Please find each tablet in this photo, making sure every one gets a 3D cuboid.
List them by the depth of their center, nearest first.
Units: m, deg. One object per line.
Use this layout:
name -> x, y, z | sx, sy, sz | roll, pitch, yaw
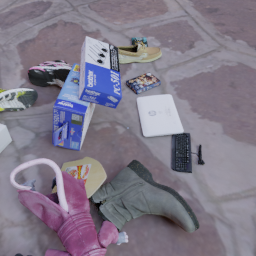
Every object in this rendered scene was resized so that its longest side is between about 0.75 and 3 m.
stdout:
tablet -> 1.146, -0.527, 10.520 | 1.437, 0.151, 2.209 | -6, 43, -2

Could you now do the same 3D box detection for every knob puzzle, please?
knob puzzle -> -1.353, 1.568, 8.150 | 1.877, 0.260, 1.877 | -18, 39, 16

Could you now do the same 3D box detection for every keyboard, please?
keyboard -> 1.996, 0.783, 9.285 | 1.067, 0.173, 1.679 | 5, 46, 5

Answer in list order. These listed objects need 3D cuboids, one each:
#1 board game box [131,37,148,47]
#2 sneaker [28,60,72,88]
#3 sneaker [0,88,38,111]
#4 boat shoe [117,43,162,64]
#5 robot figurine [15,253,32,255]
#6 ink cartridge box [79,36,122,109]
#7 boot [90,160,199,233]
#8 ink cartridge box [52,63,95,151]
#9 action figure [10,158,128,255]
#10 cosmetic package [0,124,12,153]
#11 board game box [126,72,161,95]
board game box -> 0.604, -4.296, 14.342 | 0.797, 0.166, 1.178 | -2, 45, -2
sneaker -> -2.706, -2.384, 11.775 | 2.857, 1.148, 1.233 | 13, 45, 11
sneaker -> -4.777, -1.201, 10.710 | 2.526, 0.940, 1.069 | -15, 47, -14
boat shoe -> 0.502, -3.579, 13.197 | 2.307, 0.766, 0.854 | -11, 46, -11
robot figurine -> -2.470, 3.547, 6.007 | 0.940, 1.132, 1.507 | 33, 44, -15
ink cartridge box -> -0.902, -1.861, 9.127 | 1.219, 0.573, 2.593 | 13, 48, -22
boot -> 0.314, 2.205, 7.484 | 1.843, 0.955, 2.821 | -35, 48, -23
ink cartridge box -> -1.755, -0.564, 9.320 | 1.042, 1.863, 2.731 | 13, 46, -4
action figure -> -1.119, 2.189, 6.418 | 2.008, 2.232, 2.998 | -26, 54, -24
cosmetic package -> -5.009, 0.240, 9.383 | 1.829, 0.776, 0.984 | 17, 46, 16
board game box -> 0.658, -1.919, 11.933 | 1.242, 0.215, 0.842 | -25, 51, -23
